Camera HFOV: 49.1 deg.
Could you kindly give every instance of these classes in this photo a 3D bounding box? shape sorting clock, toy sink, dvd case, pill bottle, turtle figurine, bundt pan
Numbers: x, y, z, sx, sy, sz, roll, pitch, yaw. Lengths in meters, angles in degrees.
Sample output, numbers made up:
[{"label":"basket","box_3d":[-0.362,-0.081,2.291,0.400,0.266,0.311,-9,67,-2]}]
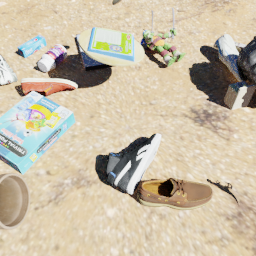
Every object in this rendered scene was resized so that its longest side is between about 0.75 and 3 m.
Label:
[{"label":"shape sorting clock","box_3d":[-0.616,-3.120,10.759,2.573,0.505,2.573,7,44,-7]},{"label":"toy sink","box_3d":[4.458,-1.417,11.216,0.770,1.181,0.661,-16,53,-11]},{"label":"dvd case","box_3d":[-1.358,-3.917,13.832,2.007,0.247,2.813,-12,52,-9]},{"label":"pill bottle","box_3d":[-3.494,-3.197,12.916,0.769,0.769,1.380,23,55,17]},{"label":"turtle figurine","box_3d":[1.693,-4.141,12.907,2.239,2.309,1.662,51,23,11]},{"label":"bundt pan","box_3d":[5.334,-2.143,11.058,1.082,2.883,2.883,-34,49,20]}]

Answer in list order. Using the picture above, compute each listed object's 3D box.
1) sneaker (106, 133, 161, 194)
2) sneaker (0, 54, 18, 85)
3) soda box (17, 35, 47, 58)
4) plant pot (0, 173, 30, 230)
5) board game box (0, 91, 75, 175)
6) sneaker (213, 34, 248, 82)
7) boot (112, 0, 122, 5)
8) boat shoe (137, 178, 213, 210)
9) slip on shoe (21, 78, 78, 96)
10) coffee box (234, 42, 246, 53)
[{"label":"sneaker","box_3d":[0.097,0.908,9.518,1.369,0.894,2.448,23,56,16]},{"label":"sneaker","box_3d":[-5.769,-2.631,12.478,0.879,0.736,1.985,-30,56,-25]},{"label":"soda box","box_3d":[-4.694,-4.020,13.769,0.443,0.469,1.382,33,58,23]},{"label":"plant pot","box_3d":[-3.937,2.175,8.282,1.394,1.598,1.598,-8,49,18]},{"label":"board game box","box_3d":[-3.691,0.046,10.371,2.121,0.659,2.809,27,56,20]},{"label":"sneaker","box_3d":[4.759,-3.118,12.920,0.955,0.963,2.657,5,58,-34]},{"label":"boot","box_3d":[-0.315,-4.790,9.833,0.923,0.447,0.345,-47,49,3]},{"label":"boat shoe","box_3d":[1.479,1.999,8.696,2.390,0.807,0.860,0,51,0]},{"label":"slip on shoe","box_3d":[-3.302,-1.704,11.810,2.322,0.860,0.710,-1,89,-11]},{"label":"coffee box","box_3d":[5.405,-3.873,13.669,0.784,0.443,0.313,23,56,18]}]
